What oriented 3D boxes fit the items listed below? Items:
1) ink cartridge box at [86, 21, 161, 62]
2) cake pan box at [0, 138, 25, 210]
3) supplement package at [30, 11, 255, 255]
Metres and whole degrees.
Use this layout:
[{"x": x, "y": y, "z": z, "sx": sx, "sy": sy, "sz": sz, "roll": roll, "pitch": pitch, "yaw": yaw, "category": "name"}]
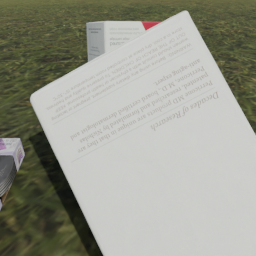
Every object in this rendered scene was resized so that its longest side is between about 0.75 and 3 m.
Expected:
[{"x": 0.102, "y": -1.227, "z": 6.988, "sx": 1.938, "sy": 2.660, "sz": 1.101, "roll": -11, "pitch": 22, "yaw": -27, "category": "ink cartridge box"}, {"x": -3.151, "y": 0.960, "z": 5.128, "sx": 2.115, "sy": 0.553, "sz": 1.948, "roll": 1, "pitch": 37, "yaw": 1, "category": "cake pan box"}, {"x": 0.482, "y": 0.574, "z": 2.841, "sx": 1.524, "sy": 2.599, "sz": 1.519, "roll": -27, "pitch": -6, "yaw": 6, "category": "supplement package"}]
